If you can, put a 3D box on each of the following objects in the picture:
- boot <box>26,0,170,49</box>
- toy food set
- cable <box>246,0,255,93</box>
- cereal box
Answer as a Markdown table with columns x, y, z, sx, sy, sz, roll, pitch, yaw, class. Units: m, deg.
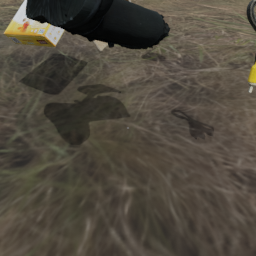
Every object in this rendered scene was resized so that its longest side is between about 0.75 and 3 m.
| x | y | z | sx | sy | sz | roll | pitch | yaw | class |
| --- | --- | --- | --- | --- | --- | --- | --- | --- | --- |
| -0.264 | -1.837 | 4.547 | 2.199 | 0.993 | 2.684 | 6 | 11 | -34 | boot |
| -0.370 | -2.432 | 6.417 | 1.260 | 0.904 | 0.381 | -22 | 32 | 25 | toy food set |
| 2.430 | -1.400 | 4.813 | 0.768 | 1.581 | 0.398 | -9 | 23 | -1 | cable |
| -2.063 | -3.366 | 7.481 | 1.822 | 0.500 | 2.532 | 15 | 75 | 36 | cereal box |
